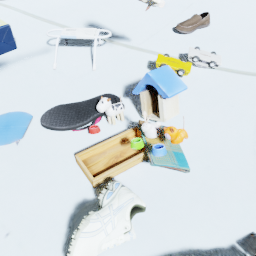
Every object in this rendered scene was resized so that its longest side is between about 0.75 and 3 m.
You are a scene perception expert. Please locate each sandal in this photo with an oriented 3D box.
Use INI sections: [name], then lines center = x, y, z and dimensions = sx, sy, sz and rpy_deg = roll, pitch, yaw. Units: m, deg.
[sandal]
center = -1.359, -0.381, 8.927
dimensions = 1.117, 0.670, 2.974
rpy_deg = 39, 41, 27

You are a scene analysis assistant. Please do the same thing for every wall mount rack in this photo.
[wall mount rack]
center = -2.092, -3.433, 11.800
dimensions = 2.781, 1.037, 2.416
rpy_deg = 2, 40, 2

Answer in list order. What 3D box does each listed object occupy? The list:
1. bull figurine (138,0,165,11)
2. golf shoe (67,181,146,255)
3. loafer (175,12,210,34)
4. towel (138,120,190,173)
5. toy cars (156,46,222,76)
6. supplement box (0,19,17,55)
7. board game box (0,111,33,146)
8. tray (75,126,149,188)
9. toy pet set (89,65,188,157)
[bull figurine]
center = 0.300, -4.610, 8.717
dimensions = 0.782, 2.401, 1.458
rpy_deg = -41, 22, 12
[golf shoe]
center = -0.411, 2.210, 5.984
dimensions = 1.137, 0.916, 2.339
rpy_deg = 24, 50, 15
[loafer]
center = 3.198, -5.263, 13.795
dimensions = 2.149, 0.763, 0.785
rpy_deg = -27, 50, -25
[towel]
center = 0.987, 0.493, 7.914
dimensions = 1.282, 0.190, 1.749
rpy_deg = 14, 37, -24
[toy cars]
center = 2.377, -2.531, 11.085
dimensions = 2.901, 0.642, 1.301
rpy_deg = -18, 60, -23
[supplement box]
center = -6.114, -3.947, 12.157
dimensions = 1.679, 1.128, 1.680
rpy_deg = 34, 53, 30
[board game box]
center = -3.672, 0.107, 8.557
dimensions = 1.330, 0.328, 1.684
rpy_deg = -2, 38, 4
[tray]
center = -0.302, 0.751, 7.829
dimensions = 2.079, 0.385, 1.025
rpy_deg = -26, 50, -23
[toy pet set]
center = 0.559, -0.739, 7.999
dimensions = 2.879, 1.529, 2.688
rpy_deg = 15, 32, 42
